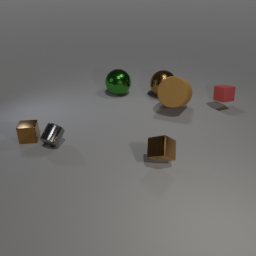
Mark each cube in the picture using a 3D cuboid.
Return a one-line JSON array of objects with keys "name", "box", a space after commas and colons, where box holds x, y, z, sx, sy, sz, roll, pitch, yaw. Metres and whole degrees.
[{"name": "cube", "box": [4.581, -1.652, 13.335, 0.700, 0.700, 0.700, -10, 21, -27]}, {"name": "cube", "box": [-3.924, 0.145, 11.042, 0.700, 0.700, 0.700, -4, 29, -6]}, {"name": "cube", "box": [1.115, 0.696, 9.271, 0.700, 0.700, 0.700, -10, -23, 37]}]

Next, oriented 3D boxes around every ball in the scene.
[{"name": "ball", "box": [-0.529, -2.475, 15.125, 1.400, 1.400, 1.400, 0, 29, 0]}, {"name": "ball", "box": [1.865, -2.364, 14.899, 1.400, 1.400, 1.400, 0, 29, 0]}]

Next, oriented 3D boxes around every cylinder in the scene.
[{"name": "cylinder", "box": [2.204, -1.657, 13.032, 1.400, 1.400, 1.400, 11, 10, 19]}, {"name": "cylinder", "box": [-2.849, 0.266, 10.560, 0.700, 0.700, 0.700, 12, 67, 22]}]
